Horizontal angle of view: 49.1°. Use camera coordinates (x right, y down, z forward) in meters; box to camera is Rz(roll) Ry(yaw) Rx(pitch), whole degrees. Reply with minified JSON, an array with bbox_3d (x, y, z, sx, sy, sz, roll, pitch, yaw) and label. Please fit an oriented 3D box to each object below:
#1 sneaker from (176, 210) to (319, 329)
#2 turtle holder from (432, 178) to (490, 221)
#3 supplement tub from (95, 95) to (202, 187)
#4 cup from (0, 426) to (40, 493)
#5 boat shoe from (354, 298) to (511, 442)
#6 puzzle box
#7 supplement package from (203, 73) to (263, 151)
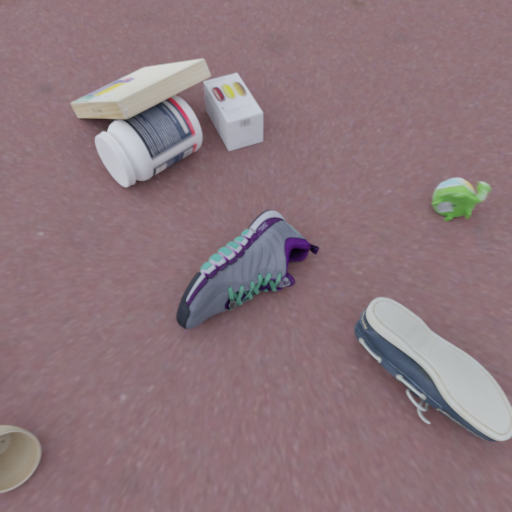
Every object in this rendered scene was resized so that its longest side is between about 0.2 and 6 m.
[{"bbox_3d":[-0.087,0.349,9.249,1.198,1.018,2.736,34,60,16],"label":"sneaker"},{"bbox_3d":[3.734,-1.140,10.361,0.712,0.937,0.665,30,54,-14],"label":"turtle holder"},{"bbox_3d":[-2.075,-2.252,10.937,1.786,1.253,1.253,-36,62,-23],"label":"supplement tub"},{"bbox_3d":[-3.520,2.689,7.704,0.878,0.878,0.628,-42,36,-26],"label":"cup"},{"bbox_3d":[2.538,1.756,8.280,2.628,0.812,0.984,40,47,16],"label":"boat shoe"},{"bbox_3d":[-2.435,-3.363,11.379,1.961,0.375,2.948,-35,29,-22],"label":"puzzle box"},{"bbox_3d":[-0.492,-3.042,11.791,0.819,0.789,1.441,-19,56,-13],"label":"supplement package"}]
